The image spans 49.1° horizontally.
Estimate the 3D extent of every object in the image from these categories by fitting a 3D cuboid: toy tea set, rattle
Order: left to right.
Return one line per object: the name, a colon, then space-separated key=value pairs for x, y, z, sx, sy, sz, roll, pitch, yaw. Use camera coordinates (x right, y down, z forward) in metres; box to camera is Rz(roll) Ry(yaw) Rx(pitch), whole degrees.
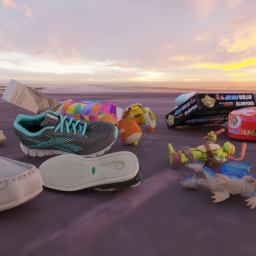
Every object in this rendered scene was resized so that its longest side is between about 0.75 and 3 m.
toy tea set: x=-0.372 y=0.165 z=6.010 sx=1.787 sy=0.661 sz=1.063 roll=-21 pitch=-20 yaw=-14
rattle: x=0.447 y=-0.133 z=8.480 sx=0.758 sy=0.691 sz=1.062 roll=-8 pitch=37 yaw=12

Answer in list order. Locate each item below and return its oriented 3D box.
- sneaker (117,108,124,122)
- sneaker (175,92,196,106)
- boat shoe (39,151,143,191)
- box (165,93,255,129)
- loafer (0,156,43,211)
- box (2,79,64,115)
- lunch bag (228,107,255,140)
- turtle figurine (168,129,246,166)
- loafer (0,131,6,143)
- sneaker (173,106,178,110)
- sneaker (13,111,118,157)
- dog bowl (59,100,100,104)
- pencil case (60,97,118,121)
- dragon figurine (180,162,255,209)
sneaker: x=-0.452 y=-0.381 z=9.278 sx=1.721 sy=0.609 sz=0.629 roll=-6 pitch=11 yaw=-34
sneaker: x=1.953 y=-0.967 z=9.464 sx=0.566 sy=0.511 sz=1.382 roll=4 pitch=6 yaw=26
boat shoe: x=-0.519 y=0.637 z=3.736 sx=1.429 sy=0.513 sz=0.483 roll=-5 pitch=-30 yaw=13
box: x=2.424 y=-0.499 z=8.340 sx=2.099 sy=0.483 sz=1.668 roll=-4 pitch=-16 yaw=-25
loafer: x=-2.158 y=0.424 z=3.292 sx=2.515 sy=0.878 sz=0.879 roll=3 pitch=9 yaw=17
box: x=-2.454 y=-0.700 z=7.345 sx=0.493 sy=0.592 sz=1.441 roll=24 pitch=-1 yaw=42
lunch bag: x=3.436 y=-0.093 z=6.902 sx=1.854 sy=0.759 sz=1.633 roll=3 pitch=9 yaw=23
turtle figurine: x=1.307 y=0.396 z=4.833 sx=1.177 sy=0.470 sz=1.459 roll=-7 pitch=17 yaw=7
loafer: x=-3.595 y=0.086 z=6.348 sx=1.754 sy=0.599 sz=0.664 roll=3 pitch=9 yaw=16
sneaker: x=2.510 y=-0.457 z=9.843 sx=1.859 sy=0.711 sz=0.751 roll=-5 pitch=15 yaw=10
sneaker: x=-1.174 y=0.079 z=5.022 sx=1.954 sy=0.758 sz=0.891 roll=-5 pitch=-35 yaw=8
dog bowl: x=-2.469 y=-0.890 z=12.547 sx=2.466 sy=0.611 sz=1.374 roll=-4 pitch=10 yaw=-21
pencil case: x=-1.240 y=-0.375 z=8.355 sx=0.972 sy=0.972 sz=2.200 roll=-8 pitch=14 yaw=-42
dragon figurine: x=1.331 y=0.649 z=3.417 sx=1.367 sy=0.402 sz=0.680 roll=1 pitch=9 yaw=11
